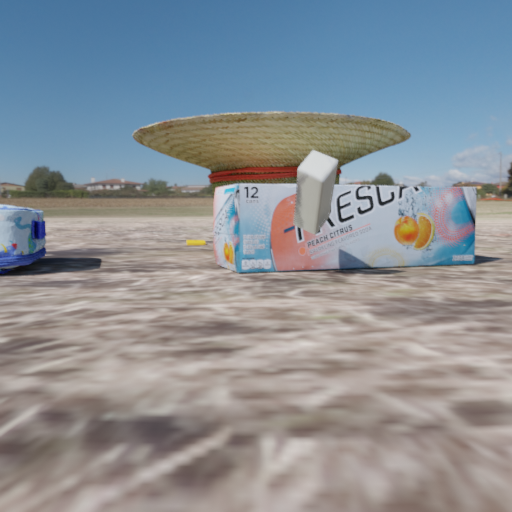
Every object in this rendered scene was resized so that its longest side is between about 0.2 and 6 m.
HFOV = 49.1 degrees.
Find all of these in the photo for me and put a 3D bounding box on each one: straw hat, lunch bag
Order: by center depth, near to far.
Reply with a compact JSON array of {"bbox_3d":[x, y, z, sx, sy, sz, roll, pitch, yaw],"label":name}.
[{"bbox_3d":[-3.763,-0.262,7.504,1.784,0.915,2.220,-3,5,-15],"label":"lunch bag"},{"bbox_3d":[0.354,-0.985,9.413,4.739,2.006,4.739,0,4,0],"label":"straw hat"}]

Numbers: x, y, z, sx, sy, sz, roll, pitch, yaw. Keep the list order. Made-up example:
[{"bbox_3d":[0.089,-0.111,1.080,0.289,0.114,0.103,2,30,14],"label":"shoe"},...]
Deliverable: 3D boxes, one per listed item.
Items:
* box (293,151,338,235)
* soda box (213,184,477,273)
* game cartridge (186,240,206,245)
[{"bbox_3d":[0.660,-0.697,6.336,0.320,0.935,0.384,27,57,19],"label":"box"},{"bbox_3d":[1.285,-0.435,8.084,3.679,1.170,1.258,-2,5,-18],"label":"soda box"},{"bbox_3d":[-1.367,-0.292,12.714,0.425,0.078,0.482,0,11,-8],"label":"game cartridge"}]
